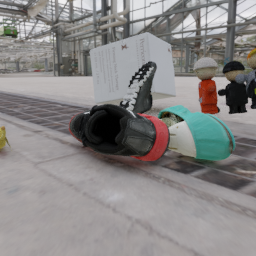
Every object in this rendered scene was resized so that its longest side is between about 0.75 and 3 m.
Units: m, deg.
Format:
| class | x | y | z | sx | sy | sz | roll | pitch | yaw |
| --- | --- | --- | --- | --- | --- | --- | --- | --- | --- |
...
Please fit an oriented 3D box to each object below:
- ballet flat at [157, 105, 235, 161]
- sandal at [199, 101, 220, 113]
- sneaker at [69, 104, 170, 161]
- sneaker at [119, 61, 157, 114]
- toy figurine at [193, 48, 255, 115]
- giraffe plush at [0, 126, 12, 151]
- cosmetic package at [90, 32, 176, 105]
| class | x | y | z | sx | sy | sz | roll | pitch | yaw |
| --- | --- | --- | --- | --- | --- | --- | --- | --- | --- |
| ballet flat | 1.193 | 0.121 | 5.983 | 1.000 | 0.956 | 2.841 | -16 | 13 | -3 |
| sandal | 2.940 | -0.841 | 10.316 | 0.232 | 0.387 | 1.029 | -33 | 45 | -12 |
| sneaker | -0.526 | -0.011 | 5.607 | 2.686 | 0.949 | 1.312 | 11 | -4 | 45 |
| sneaker | 0.408 | -0.975 | 8.263 | 0.909 | 2.009 | 0.668 | 33 | -10 | -32 |
| toy figurine | 3.207 | -1.264 | 7.634 | 2.348 | 1.633 | 2.311 | -4 | -2 | -37 |
| giraffe plush | -3.090 | 0.199 | 5.792 | 0.950 | 1.011 | 1.171 | -21 | 51 | -31 |
| cosmetic package | 0.249 | -2.260 | 11.594 | 2.736 | 2.290 | 2.276 | -7 | -2 | 31 |
